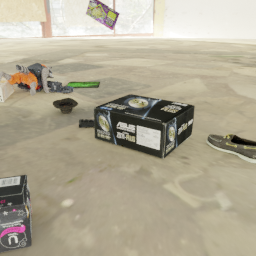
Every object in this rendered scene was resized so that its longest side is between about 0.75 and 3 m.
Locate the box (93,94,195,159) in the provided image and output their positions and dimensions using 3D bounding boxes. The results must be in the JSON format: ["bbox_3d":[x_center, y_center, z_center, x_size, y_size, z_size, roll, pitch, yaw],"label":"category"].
[{"bbox_3d":[0.438,-0.161,7.530,2.140,0.922,1.753,14,25,32],"label":"box"}]

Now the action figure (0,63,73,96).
[{"bbox_3d":[-3.749,-2.148,11.855,2.731,1.429,2.642,6,22,6],"label":"action figure"}]

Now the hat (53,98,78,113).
[{"bbox_3d":[-2.146,-0.713,9.693,0.911,0.367,0.911,0,30,0],"label":"hat"}]

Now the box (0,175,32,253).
[{"bbox_3d":[-2.145,1.297,4.105,1.351,0.775,0.892,-5,21,-16],"label":"box"}]

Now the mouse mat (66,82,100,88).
[{"bbox_3d":[-2.160,-2.104,13.577,1.567,0.059,1.261,-2,22,-2],"label":"mouse mat"}]

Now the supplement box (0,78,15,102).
[{"bbox_3d":[-5.414,-1.558,11.399,1.094,0.638,1.736,-2,22,-6],"label":"supplement box"}]

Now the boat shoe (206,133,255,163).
[{"bbox_3d":[2.601,0.374,6.835,0.532,0.449,1.493,-18,28,-37],"label":"boat shoe"}]

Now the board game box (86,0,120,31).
[{"bbox_3d":[-0.919,-4.102,10.054,1.167,0.700,0.188,32,44,-1],"label":"board game box"}]

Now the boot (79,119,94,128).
[{"bbox_3d":[-1.096,-0.205,8.602,0.781,0.256,0.644,-4,20,1],"label":"boot"}]
